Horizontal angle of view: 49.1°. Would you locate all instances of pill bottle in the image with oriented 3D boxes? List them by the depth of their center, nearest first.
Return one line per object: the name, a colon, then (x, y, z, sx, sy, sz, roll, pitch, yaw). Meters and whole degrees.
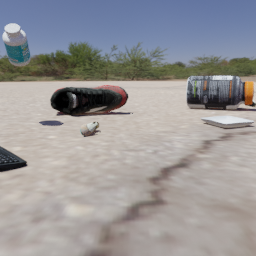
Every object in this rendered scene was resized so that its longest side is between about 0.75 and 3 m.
pill bottle: (-2.788, -2.079, 7.008, 0.556, 0.556, 1.003, -2, -33, -10)
pill bottle: (3.494, -1.354, 10.660, 2.372, 1.260, 1.260, 4, 12, 22)

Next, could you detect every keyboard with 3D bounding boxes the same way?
keyboard: (-2.416, 0.332, 4.513, 0.943, 0.359, 1.812, -10, 14, -42)

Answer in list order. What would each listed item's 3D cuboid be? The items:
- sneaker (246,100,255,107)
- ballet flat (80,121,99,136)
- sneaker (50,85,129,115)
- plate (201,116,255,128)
sneaker: (5.200, -1.055, 11.669, 0.379, 0.286, 0.811, -6, 9, -4)
ballet flat: (-0.844, -0.025, 6.368, 0.270, 0.273, 0.802, -30, 5, 15)
sneaker: (-1.343, -0.914, 9.265, 2.684, 0.949, 1.311, -1, 10, 5)
plate: (2.629, -0.162, 7.472, 1.004, 0.163, 1.006, -4, 12, -23)
